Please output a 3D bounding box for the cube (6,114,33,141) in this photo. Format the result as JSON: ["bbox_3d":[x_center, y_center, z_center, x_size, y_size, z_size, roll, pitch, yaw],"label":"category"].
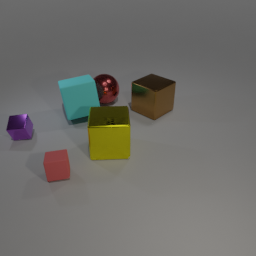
[{"bbox_3d":[-4.091,-0.028,10.640,0.700,0.700,0.700,-6,54,1],"label":"cube"}]

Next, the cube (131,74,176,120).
[{"bbox_3d":[1.108,-1.415,12.408,1.400,1.400,1.400,27,41,36],"label":"cube"}]

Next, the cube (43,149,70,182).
[{"bbox_3d":[-2.240,1.175,8.881,0.700,0.700,0.700,-8,25,-8],"label":"cube"}]

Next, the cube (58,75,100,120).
[{"bbox_3d":[-2.061,-1.325,11.816,1.400,1.400,1.400,-15,24,-12],"label":"cube"}]

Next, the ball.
[{"bbox_3d":[-1.097,-1.819,13.067,1.400,1.400,1.400,0,32,0],"label":"ball"}]

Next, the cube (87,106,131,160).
[{"bbox_3d":[-0.650,0.155,9.931,1.400,1.400,1.400,-2,32,-3],"label":"cube"}]
